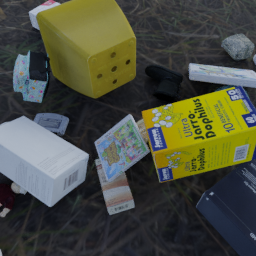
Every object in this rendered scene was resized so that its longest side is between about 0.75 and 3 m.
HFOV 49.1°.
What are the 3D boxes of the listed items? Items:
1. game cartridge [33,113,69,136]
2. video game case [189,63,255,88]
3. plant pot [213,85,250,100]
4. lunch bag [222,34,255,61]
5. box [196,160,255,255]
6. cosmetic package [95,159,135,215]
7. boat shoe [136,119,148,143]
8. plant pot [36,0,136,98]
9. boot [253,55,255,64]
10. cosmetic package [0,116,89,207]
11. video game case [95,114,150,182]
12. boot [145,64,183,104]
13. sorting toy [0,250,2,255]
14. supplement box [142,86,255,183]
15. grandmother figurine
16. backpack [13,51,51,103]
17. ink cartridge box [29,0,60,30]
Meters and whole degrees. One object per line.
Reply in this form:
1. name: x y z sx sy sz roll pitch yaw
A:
1. game cartridge: -2.852 -0.165 10.323 1.245 0.259 0.829 8 50 6
2. video game case: 3.721 -2.078 10.891 2.661 0.293 2.426 8 22 8
3. plant pot: 3.789 -0.978 10.374 1.642 1.106 1.642 0 53 0
4. lunch bag: 4.836 -3.582 12.461 0.963 0.800 1.148 -14 55 -13
5. box: 3.484 2.312 7.913 2.013 1.151 2.210 -29 59 -22
6. cosmetic package: -0.420 1.707 8.631 0.837 0.706 1.619 -17 55 -7
7. boat shoe: 0.366 0.268 9.662 2.438 0.880 0.792 -20 68 -14
8. plant pot: -1.233 -2.916 10.591 2.938 2.938 2.591 -31 57 -20
9. boot: 6.097 -2.772 11.823 0.674 0.875 1.832 -20 56 -14
10. cosmetic package: -2.862 0.902 8.650 2.880 1.169 1.625 27 33 21
11. video game case: -0.238 0.556 8.411 1.515 0.184 1.664 -39 43 12
12. boot: 1.343 -1.754 11.243 1.745 0.646 1.430 19 55 8
13. sorting toy: -3.930 4.108 6.777 2.551 1.363 2.296 40 44 25
14. supplement box: 2.069 0.200 8.061 2.949 1.615 1.605 -15 50 3
15. grandmother figurine: -3.884 2.128 8.439 1.971 0.597 1.195 -31 67 -18
16. backpack: -3.309 -1.681 9.657 1.208 1.576 1.386 -2 53 -20
17. ink cartridge box: -3.508 -5.259 13.656 2.065 0.876 1.504 32 60 19
